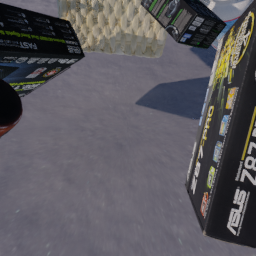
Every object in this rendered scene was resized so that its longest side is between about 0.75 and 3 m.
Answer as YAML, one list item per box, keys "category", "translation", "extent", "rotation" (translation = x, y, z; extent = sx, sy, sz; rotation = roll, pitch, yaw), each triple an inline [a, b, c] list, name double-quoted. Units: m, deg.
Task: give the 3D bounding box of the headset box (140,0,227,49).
- category: "headset box"
  translation: [1.097, -2.344, 5.702]
  extent: [1.202, 0.640, 1.381]
  rotation: [-9, 55, -46]

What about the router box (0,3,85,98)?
- category: "router box"
  translation: [-2.524, -1.246, 5.224]
  extent: [2.208, 0.915, 2.946]
  rotation: [-24, 1, 26]

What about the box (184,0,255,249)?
- category: "box"
  translation: [1.145, -0.111, 3.001]
  extent: [0.516, 2.100, 1.693]
  rotation: [13, 5, 7]

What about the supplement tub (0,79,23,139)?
- category: "supplement tub"
  translation: [-2.141, -0.049, 3.846]
  extent: [1.482, 0.793, 0.793]
  rotation: [-30, 29, 35]

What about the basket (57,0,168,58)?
- category: "basket"
  translation: [-0.372, -3.531, 7.135]
  extent: [2.872, 2.898, 2.330]
  rotation: [2, 42, -7]

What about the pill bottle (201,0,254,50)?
- category: "pill bottle"
  translation: [2.656, -3.113, 7.397]
  extent: [1.281, 2.355, 1.281]
  rotation: [-8, 70, 22]
